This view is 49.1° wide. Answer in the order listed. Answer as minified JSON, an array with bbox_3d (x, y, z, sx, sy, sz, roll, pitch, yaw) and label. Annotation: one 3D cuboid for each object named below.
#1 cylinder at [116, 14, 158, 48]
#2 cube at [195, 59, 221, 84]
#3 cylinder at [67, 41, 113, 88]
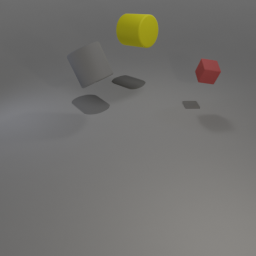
[{"bbox_3d":[0.421,-4.427,12.733,1.400,1.400,1.400,21,37,38],"label":"cylinder"},{"bbox_3d":[3.227,-2.288,11.353,0.700,0.700,0.700,6,51,-11],"label":"cube"},{"bbox_3d":[-1.499,-2.499,11.159,1.400,1.400,1.400,-24,11,5],"label":"cylinder"}]
